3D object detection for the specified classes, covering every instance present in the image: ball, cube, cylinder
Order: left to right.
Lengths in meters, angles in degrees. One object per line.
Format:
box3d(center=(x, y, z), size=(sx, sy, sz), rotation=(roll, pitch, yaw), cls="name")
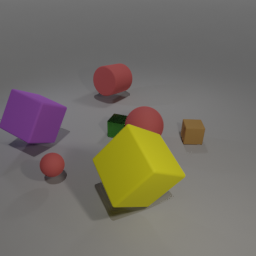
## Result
box3d(center=(-3.249, -0.380, 9.692), size=(1.400, 1.400, 1.400), rotation=(24, 7, 21), cls="cube")
box3d(center=(-2.186, 1.060, 8.081), size=(0.700, 0.700, 0.700), rotation=(0, 29, 0), cls="ball")
box3d(center=(-0.725, -2.361, 13.594), size=(1.400, 1.400, 1.400), rotation=(18, 25, 30), cls="cylinder")
box3d(center=(-0.345, -0.060, 10.807), size=(0.700, 0.700, 0.700), rotation=(11, 31, 17), cls="cube")
box3d(center=(0.253, 0.978, 6.912), size=(1.400, 1.400, 1.400), rotation=(18, 35, -49), cls="cube")
box3d(center=(0.591, -0.089, 10.160), size=(1.400, 1.400, 1.400), rotation=(0, 29, 0), cls="ball")
box3d(center=(2.396, 0.139, 10.412), size=(0.700, 0.700, 0.700), rotation=(2, 30, -1), cls="cube")
